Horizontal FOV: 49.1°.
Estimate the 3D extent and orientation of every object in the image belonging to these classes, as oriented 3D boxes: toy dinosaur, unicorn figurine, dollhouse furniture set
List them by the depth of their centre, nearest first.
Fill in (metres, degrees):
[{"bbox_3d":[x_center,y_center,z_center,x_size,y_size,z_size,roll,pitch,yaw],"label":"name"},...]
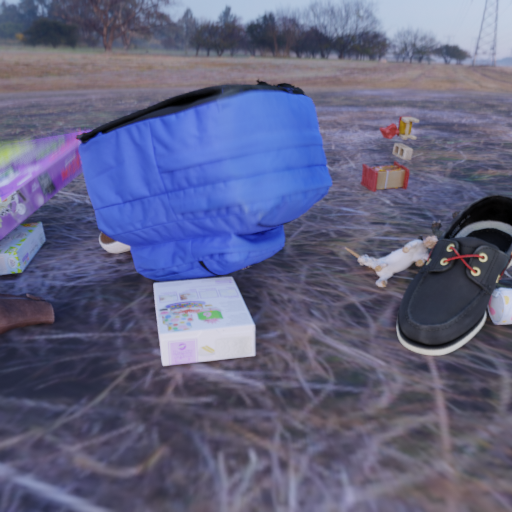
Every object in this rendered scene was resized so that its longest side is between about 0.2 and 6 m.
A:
[{"bbox_3d":[2.414,0.085,9.934,1.763,0.651,1.211,-13,8,20],"label":"unicorn figurine"},{"bbox_3d":[3.582,-0.130,10.261,2.212,0.851,1.131,-9,40,-2],"label":"toy dinosaur"},{"bbox_3d":[3.723,-2.889,15.767,1.110,2.063,0.839,-5,26,-16],"label":"dollhouse furniture set"}]

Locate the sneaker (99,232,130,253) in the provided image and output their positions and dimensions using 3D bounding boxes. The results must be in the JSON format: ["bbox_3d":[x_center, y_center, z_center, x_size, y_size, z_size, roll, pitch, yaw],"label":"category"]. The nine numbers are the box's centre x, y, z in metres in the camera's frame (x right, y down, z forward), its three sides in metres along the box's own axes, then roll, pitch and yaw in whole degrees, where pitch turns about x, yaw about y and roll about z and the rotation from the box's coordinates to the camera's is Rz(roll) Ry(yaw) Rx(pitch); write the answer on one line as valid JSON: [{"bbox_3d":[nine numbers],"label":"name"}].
[{"bbox_3d":[-1.637,-0.645,11.684,3.127,1.324,1.139,-28,40,-11],"label":"sneaker"}]

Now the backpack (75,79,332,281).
[{"bbox_3d":[-0.511,-1.199,9.138,3.448,2.893,2.802,-14,8,30],"label":"backpack"}]

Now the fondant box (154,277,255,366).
[{"bbox_3d":[-0.807,0.892,8.187,1.271,0.513,1.761,-4,20,-11],"label":"fondant box"}]

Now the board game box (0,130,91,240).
[{"bbox_3d":[-5.376,-1.182,11.149,2.825,0.760,4.706,-6,32,26],"label":"board game box"}]

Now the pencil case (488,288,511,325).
[{"bbox_3d":[4.189,0.751,8.492,1.256,0.570,0.522,-3,24,-4],"label":"pencil case"}]

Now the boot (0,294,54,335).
[{"bbox_3d":[-4.104,0.797,8.620,1.481,0.644,1.780,-2,16,-41],"label":"boot"}]

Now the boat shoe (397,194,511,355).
[{"bbox_3d":[3.151,0.177,8.622,1.248,1.069,3.411,21,45,34],"label":"boat shoe"}]

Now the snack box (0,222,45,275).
[{"bbox_3d":[-4.924,-0.126,10.767,1.255,0.467,1.765,-6,22,-4],"label":"snack box"}]
